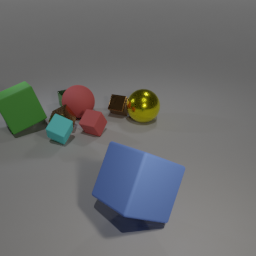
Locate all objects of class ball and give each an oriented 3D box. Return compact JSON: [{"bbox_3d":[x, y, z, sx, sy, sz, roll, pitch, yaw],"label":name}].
[{"bbox_3d":[-2.123,-1.138,12.004,1.400,1.400,1.400,0,29,0],"label":"ball"},{"bbox_3d":[0.632,-0.918,11.626,1.400,1.400,1.400,0,29,0],"label":"ball"}]

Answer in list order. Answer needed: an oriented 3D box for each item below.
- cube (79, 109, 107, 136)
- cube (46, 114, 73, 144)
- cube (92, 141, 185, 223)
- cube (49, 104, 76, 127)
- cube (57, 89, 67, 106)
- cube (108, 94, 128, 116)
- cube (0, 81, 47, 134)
[{"bbox_3d":[-1.324,-0.201,10.713,0.700,0.700,0.700,12,63,26],"label":"cube"},{"bbox_3d":[-2.443,0.045,10.051,0.700,0.700,0.700,24,63,2],"label":"cube"},{"bbox_3d":[0.241,1.273,6.689,1.400,1.400,1.400,23,-6,-38],"label":"cube"},{"bbox_3d":[-2.525,-0.353,10.865,0.700,0.700,0.700,-24,35,18],"label":"cube"},{"bbox_3d":[-2.818,-1.367,13.122,0.700,0.700,0.700,-17,32,-26],"label":"cube"},{"bbox_3d":[-0.376,-0.988,12.166,0.700,0.700,0.700,10,-12,18],"label":"cube"},{"bbox_3d":[-4.222,-0.824,10.908,1.400,1.400,1.400,-30,28,-18],"label":"cube"}]
